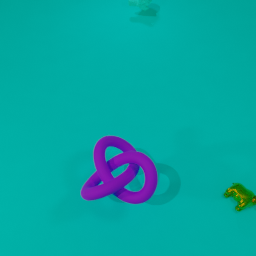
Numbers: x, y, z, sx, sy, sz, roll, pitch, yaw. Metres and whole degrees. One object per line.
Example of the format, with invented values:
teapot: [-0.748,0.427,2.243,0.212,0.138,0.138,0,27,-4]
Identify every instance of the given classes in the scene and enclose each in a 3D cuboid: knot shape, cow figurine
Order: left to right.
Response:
knot shape: [-0.303,0.956,5.685,1.500,0.740,1.603,-33,52,-11]
cow figurine: [2.793,1.569,6.461,0.871,0.486,0.886,-28,58,-14]

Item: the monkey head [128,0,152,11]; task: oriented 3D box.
monkey head: [0.419,-4.320,9.275,0.797,1.108,0.668,4,77,2]
